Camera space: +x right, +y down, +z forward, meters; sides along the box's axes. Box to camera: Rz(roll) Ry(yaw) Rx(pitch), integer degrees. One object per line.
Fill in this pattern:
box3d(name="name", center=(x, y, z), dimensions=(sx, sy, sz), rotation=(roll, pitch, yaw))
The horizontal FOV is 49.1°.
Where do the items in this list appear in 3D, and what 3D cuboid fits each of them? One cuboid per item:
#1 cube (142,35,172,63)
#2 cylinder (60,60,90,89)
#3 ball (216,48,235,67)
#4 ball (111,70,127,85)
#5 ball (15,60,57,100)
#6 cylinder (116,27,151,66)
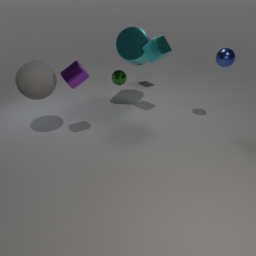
box3d(name="cube", center=(1.140, -3.074, 10.940), dimensions=(0.700, 0.700, 0.700), rotation=(-30, 1, -39))
box3d(name="cylinder", center=(-1.763, -1.780, 9.349), dimensions=(0.700, 0.700, 0.700), rotation=(-36, 31, 6))
box3d(name="ball", center=(3.632, -2.620, 10.446), dimensions=(0.700, 0.700, 0.700), rotation=(0, 28, 0))
box3d(name="ball", center=(-0.409, -2.313, 12.864), dimensions=(0.700, 0.700, 0.700), rotation=(0, 28, 0))
box3d(name="ball", center=(-3.248, -1.704, 9.932), dimensions=(1.400, 1.400, 1.400), rotation=(0, 28, 0))
box3d(name="cylinder", center=(0.312, -3.498, 12.137), dimensions=(1.400, 1.400, 1.400), rotation=(7, 6, 13))
